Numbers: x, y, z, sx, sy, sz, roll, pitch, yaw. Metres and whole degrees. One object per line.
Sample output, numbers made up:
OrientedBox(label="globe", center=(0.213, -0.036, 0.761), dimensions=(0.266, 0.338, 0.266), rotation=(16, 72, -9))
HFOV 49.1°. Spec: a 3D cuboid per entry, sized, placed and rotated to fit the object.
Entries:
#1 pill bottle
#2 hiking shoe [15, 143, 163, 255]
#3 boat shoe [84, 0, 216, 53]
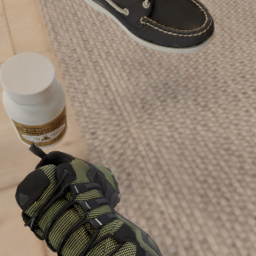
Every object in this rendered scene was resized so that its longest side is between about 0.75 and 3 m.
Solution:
OrientedBox(label="pill bottle", center=(-1.737, -0.449, 5.344), dimensions=(1.112, 1.945, 1.112), rotation=(4, 63, -7))
OrientedBox(label="hiking shoe", center=(-0.583, 1.058, 2.892), dimensions=(0.998, 1.327, 2.635), rotation=(-55, 28, 6))
OrientedBox(label="boat shoe", center=(0.141, -1.995, 4.100), dimensions=(0.953, 0.778, 2.580), rotation=(-45, 67, -9))
